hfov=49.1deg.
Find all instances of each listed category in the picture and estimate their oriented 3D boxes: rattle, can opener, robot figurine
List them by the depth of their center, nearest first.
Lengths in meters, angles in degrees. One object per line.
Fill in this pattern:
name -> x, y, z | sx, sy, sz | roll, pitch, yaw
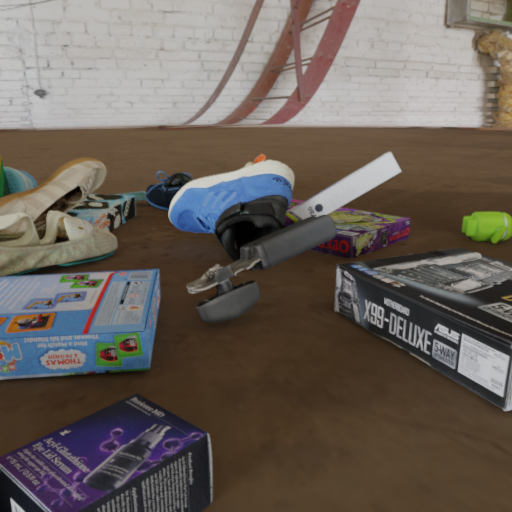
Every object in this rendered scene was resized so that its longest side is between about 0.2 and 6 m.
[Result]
can opener -> 0.121, 0.144, 6.682 | 2.037, 0.681, 0.543 | -24, 10, -27
robot figurine -> 4.145, -0.522, 9.940 | 0.894, 0.517, 0.785 | 0, 16, 0
rattle -> -0.291, -1.719, 11.682 | 0.636, 0.977, 0.698 | 32, -12, -38

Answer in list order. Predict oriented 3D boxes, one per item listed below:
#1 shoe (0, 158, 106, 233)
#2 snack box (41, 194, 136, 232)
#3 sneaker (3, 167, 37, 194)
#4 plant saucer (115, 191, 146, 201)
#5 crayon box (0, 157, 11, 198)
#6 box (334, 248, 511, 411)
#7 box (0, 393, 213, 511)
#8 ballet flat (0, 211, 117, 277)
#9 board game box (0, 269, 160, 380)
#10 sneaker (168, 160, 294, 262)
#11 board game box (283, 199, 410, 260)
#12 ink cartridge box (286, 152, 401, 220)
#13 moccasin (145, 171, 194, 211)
shoe -> -3.280, -0.924, 9.295 | 0.639, 0.837, 2.394 | 35, 42, 11
snack box -> -3.488, -0.732, 10.680 | 1.555, 0.497, 2.677 | 2, 16, 7
sneaker -> -5.164, -0.902, 10.291 | 2.462, 0.979, 1.608 | -17, 8, 0
plant saucer -> -3.323, -1.395, 13.608 | 1.678, 0.159, 0.586 | -12, 21, -39
crayon box -> -4.558, -0.686, 8.194 | 0.660, 1.347, 2.267 | 4, 30, 12
box -> 2.348, 0.578, 5.905 | 1.992, 0.628, 2.526 | -7, 17, -25
box -> -0.887, 1.368, 3.378 | 0.768, 0.541, 1.038 | 13, 21, 39
ballet flat -> -3.122, -0.240, 8.230 | 0.926, 0.856, 2.744 | 20, 23, 32
board game box -> -2.356, 0.664, 5.913 | 2.555, 0.467, 1.932 | -2, 16, -6
sneaker -> -0.553, -0.538, 8.930 | 2.473, 0.949, 1.376 | -13, 50, 31
board game box -> 0.968, -0.609, 10.417 | 3.184, 0.514, 1.911 | 15, 26, 41
ink cartridge box -> 1.330, -1.003, 9.163 | 2.082, 0.408, 1.035 | -28, 4, 13
moccasin -> -1.627, -1.456, 12.522 | 1.010, 0.856, 2.509 | -14, 21, -40
